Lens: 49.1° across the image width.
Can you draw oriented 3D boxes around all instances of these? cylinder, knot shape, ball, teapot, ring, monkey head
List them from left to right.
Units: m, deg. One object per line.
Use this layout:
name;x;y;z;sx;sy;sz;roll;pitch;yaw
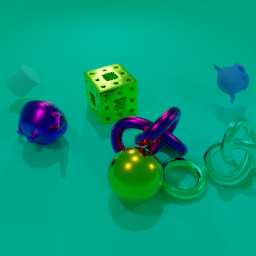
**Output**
cylinder;-3.182;-1.415;8.506;0.726;0.726;0.726;-37;43;11
teapot;-2.163;-0.065;7.063;2.024;1.258;0.991;-7;46;37
ball;0.154;0.996;5.956;1.202;1.202;1.202;0;42;0
knot shape;0.678;0.248;6.642;1.765;1.886;0.871;23;52;-41
ring;1.237;1.135;6.460;1.157;0.231;1.157;2;42;-2
monkey head;3.063;-1.335;8.207;0.847;1.012;1.406;-24;61;17
knot shape;2.618;0.608;6.332;1.505;1.608;0.743;16;25;-6

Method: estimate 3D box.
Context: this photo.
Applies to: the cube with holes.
cube with holes;-0.498;-1.003;8.188;1.155;1.155;1.155;-19;45;-20
